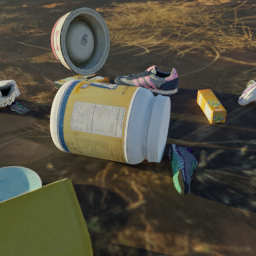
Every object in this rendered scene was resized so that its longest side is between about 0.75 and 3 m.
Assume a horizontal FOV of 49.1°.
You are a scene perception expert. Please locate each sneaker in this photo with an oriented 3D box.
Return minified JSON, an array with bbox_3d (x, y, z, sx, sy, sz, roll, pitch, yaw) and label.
[{"bbox_3d":[5.291,-1.363,10.721,2.232,1.112,0.836,-31,-3,-10],"label":"sneaker"},{"bbox_3d":[0.746,-2.106,11.595,2.691,1.104,0.944,6,35,9],"label":"sneaker"},{"bbox_3d":[-4.017,-0.778,10.335,0.822,0.360,0.306,12,36,17],"label":"sneaker"},{"bbox_3d":[-2.939,-0.537,5.846,0.571,0.529,1.409,-27,17,47],"label":"sneaker"},{"bbox_3d":[1.597,1.039,7.482,0.782,0.665,1.786,3,34,-4],"label":"sneaker"}]

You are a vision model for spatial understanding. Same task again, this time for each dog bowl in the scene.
[{"bbox_3d":[-1.049,-1.871,6.102,0.515,1.397,1.397,17,37,38],"label":"dog bowl"}]

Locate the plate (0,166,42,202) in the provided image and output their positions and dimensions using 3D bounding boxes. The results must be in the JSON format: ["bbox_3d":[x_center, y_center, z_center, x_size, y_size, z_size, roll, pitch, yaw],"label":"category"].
[{"bbox_3d":[-3.084,1.672,6.901,1.915,0.245,1.915,0,36,0],"label":"plate"}]

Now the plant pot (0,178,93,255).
[{"bbox_3d":[-1.426,2.399,4.486,1.928,1.941,1.986,-18,46,-24],"label":"plant pot"}]

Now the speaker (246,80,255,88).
[{"bbox_3d":[5.638,-1.718,11.521,1.402,0.569,0.569,-7,35,-11],"label":"speaker"}]

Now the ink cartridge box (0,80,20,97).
[{"bbox_3d":[-5.048,-1.271,10.518,1.524,0.645,1.102,-1,32,26],"label":"ink cartridge box"}]

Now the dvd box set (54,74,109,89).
[{"bbox_3d":[-1.917,-1.912,11.821,1.389,0.279,1.899,21,34,33],"label":"dvd box set"}]

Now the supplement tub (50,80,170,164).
[{"bbox_3d":[-0.415,-0.160,7.877,2.932,2.121,2.121,9,36,14],"label":"supplement tub"}]

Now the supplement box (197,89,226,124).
[{"bbox_3d":[3.033,-0.811,10.236,0.534,0.552,1.605,-6,38,-4],"label":"supplement box"}]
